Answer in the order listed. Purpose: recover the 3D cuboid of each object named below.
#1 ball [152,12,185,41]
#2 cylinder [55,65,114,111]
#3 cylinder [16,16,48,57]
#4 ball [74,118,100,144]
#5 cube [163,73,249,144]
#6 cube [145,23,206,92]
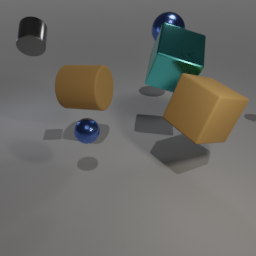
[{"bbox_3d":[1.686,-4.096,11.694,1.400,1.400,1.400,0,29,0],"label":"ball"},{"bbox_3d":[-1.353,-1.286,8.911,1.400,1.400,1.400,5,29,19],"label":"cylinder"},{"bbox_3d":[-2.406,-2.293,7.041,0.700,0.700,0.700,-3,60,-5],"label":"cylinder"},{"bbox_3d":[-1.107,0.081,7.559,0.700,0.700,0.700,0,29,0],"label":"ball"},{"bbox_3d":[2.101,-0.526,7.720,1.400,1.400,1.400,-1,33,-40],"label":"cube"},{"bbox_3d":[1.450,-2.100,8.697,1.400,1.400,1.400,15,58,-4],"label":"cube"}]
